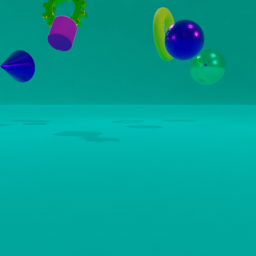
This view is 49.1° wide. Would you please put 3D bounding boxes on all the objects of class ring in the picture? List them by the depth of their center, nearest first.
[{"bbox_3d":[1.279,-3.164,9.511,0.347,1.733,1.733,-2,4,26],"label":"ring"}]

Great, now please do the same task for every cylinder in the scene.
[{"bbox_3d":[-1.956,-2.812,8.374,0.735,0.735,0.735,7,-28,4],"label":"cylinder"}]

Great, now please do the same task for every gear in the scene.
[{"bbox_3d":[-2.132,-3.964,9.459,1.508,1.508,0.279,1,-3,8],"label":"gear"}]

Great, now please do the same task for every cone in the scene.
[{"bbox_3d":[-3.384,-1.781,8.108,0.974,0.974,0.977,1,12,13],"label":"cone"}]

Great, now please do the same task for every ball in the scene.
[{"bbox_3d":[1.483,-2.310,7.390,1.039,1.039,1.039,0,5,0],"label":"ball"},{"bbox_3d":[2.955,-2.264,10.428,1.304,1.304,1.304,0,5,0],"label":"ball"}]
